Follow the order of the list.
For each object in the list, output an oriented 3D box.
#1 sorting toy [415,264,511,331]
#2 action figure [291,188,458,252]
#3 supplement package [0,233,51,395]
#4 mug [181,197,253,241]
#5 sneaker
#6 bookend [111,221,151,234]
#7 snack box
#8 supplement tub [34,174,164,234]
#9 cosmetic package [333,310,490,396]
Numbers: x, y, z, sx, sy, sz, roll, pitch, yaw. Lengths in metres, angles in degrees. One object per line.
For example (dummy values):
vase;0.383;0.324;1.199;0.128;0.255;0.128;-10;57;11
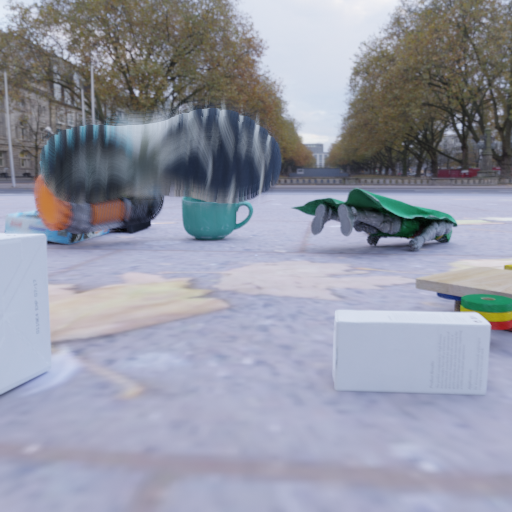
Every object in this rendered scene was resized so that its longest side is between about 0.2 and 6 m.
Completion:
sorting toy;2.251;0.381;5.080;2.244;0.380;1.082;-7;10;-38
action figure;2.522;-0.576;10.099;3.354;0.917;1.981;3;3;-37
supplement package;-2.238;0.332;3.417;1.644;0.935;0.901;1;6;15
mug;-0.872;-0.769;11.517;1.358;0.840;1.116;12;19;35
sneaker;-0.957;-1.049;5.927;2.438;0.946;1.052;-2;9;-15
bookend;-3.562;-0.984;13.511;1.663;0.771;1.673;-1;9;4
snack box;-4.063;-0.657;11.737;1.309;0.418;2.254;10;9;3
supplement tub;-2.915;-1.134;10.501;1.299;1.299;2.121;8;16;45
cosmetic package;0.922;0.581;3.422;0.895;0.455;0.331;2;8;6
